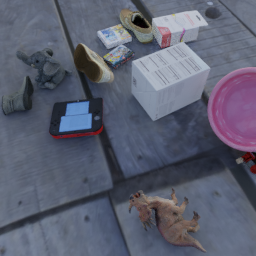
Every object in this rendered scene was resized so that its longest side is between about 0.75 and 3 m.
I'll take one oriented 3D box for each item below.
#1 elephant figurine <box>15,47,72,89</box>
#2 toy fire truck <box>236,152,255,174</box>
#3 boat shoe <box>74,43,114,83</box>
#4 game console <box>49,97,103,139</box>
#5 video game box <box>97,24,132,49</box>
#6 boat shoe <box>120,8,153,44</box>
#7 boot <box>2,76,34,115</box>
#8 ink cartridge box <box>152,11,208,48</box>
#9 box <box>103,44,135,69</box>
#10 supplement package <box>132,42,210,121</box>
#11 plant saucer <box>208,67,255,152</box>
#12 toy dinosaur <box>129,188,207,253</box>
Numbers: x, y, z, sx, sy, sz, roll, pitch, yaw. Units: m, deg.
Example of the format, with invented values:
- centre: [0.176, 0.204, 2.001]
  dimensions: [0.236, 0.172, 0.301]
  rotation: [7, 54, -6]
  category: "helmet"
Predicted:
- centre: [-3.480, -2.701, 11.819]
  dimensions: [1.436, 2.030, 1.575]
  rotation: [18, 57, 12]
  category: "elephant figurine"
- centre: [4.380, 1.248, 10.032]
  dimensions: [0.989, 0.637, 0.871]
  rotation: [-23, 59, -2]
  category: "toy fire truck"
- centre: [-1.595, -2.894, 12.694]
  dimensions: [0.938, 1.042, 2.888]
  rotation: [6, 32, -41]
  category: "boat shoe"
- centre: [-2.028, -0.443, 11.164]
  dimensions: [2.099, 0.326, 1.857]
  rotation: [-5, 54, 3]
  category: "game console"
- centre: [-0.693, -4.654, 14.202]
  dimensions: [1.362, 0.319, 1.241]
  rotation: [-24, 59, -16]
  category: "video game box"
- centre: [0.453, -5.500, 14.423]
  dimensions: [1.013, 0.909, 2.738]
  rotation: [-28, 60, -18]
  category: "boat shoe"
- centre: [-4.722, -1.429, 11.845]
  dimensions: [1.222, 0.634, 1.871]
  rotation: [-10, 54, 0]
  category: "boot"
- centre: [2.593, -5.037, 14.158]
  dimensions: [2.458, 0.830, 1.432]
  rotation: [-15, 57, -8]
  category: "ink cartridge box"
- centre: [-0.439, -3.418, 13.398]
  dimensions: [0.885, 0.244, 1.296]
  rotation: [38, 63, 23]
  category: "box"
- centre: [1.629, -1.903, 11.379]
  dimensions: [2.429, 1.843, 1.830]
  rotation: [-25, 59, -16]
  category: "supplement package"
- centre: [4.342, -0.647, 9.960]
  dimensions: [0.742, 2.927, 2.927]
  rotation: [-8, 46, -50]
  category: "plant saucer"
- centre: [1.213, 2.905, 8.642]
  dimensions: [1.701, 1.077, 2.510]
  rotation: [-31, 73, -11]
  category: "toy dinosaur"
